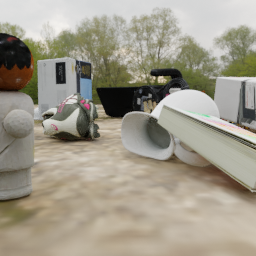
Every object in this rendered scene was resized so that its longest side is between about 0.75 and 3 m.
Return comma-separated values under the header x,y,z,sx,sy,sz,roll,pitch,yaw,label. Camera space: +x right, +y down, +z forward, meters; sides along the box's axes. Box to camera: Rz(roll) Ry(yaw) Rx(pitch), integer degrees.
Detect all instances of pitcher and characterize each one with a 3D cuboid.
x,y,z,sx,sy,sz,roll,pitch,yaw,label
0.913,0.025,4.283,1.390,0.982,1.620,28,32,33,pitcher

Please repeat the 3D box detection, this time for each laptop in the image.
x,y,z,sx,sy,sz,roll,pitch,yaw,label
0.181,-1.251,13.823,2.476,1.443,2.793,4,7,27,laptop

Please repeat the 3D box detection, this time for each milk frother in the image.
x,y,z,sx,sy,sz,roll,pitch,yaw,label
1.840,-1.127,11.045,2.235,2.144,2.376,-8,35,-40,milk frother

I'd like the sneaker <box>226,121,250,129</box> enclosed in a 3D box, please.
x,y,z,sx,sy,sz,roll,pitch,yaw,label
3.293,-0.110,8.242,0.397,0.330,0.881,-13,6,-34,sneaker

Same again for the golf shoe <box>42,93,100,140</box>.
x,y,z,sx,sy,sz,roll,pitch,yaw,label
-1.508,-0.290,6.644,1.156,1.013,2.624,-8,8,-19,golf shoe

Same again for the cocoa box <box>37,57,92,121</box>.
x,y,z,sx,sy,sz,roll,pitch,yaw,label
-2.499,-1.489,11.296,1.594,2.391,1.569,3,6,26,cocoa box

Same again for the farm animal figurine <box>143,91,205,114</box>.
x,y,z,sx,sy,sz,roll,pitch,yaw,label
1.156,-0.291,7.326,1.840,0.959,1.820,-9,-5,-13,farm animal figurine

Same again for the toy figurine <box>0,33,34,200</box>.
x,y,z,sx,sy,sz,roll,pitch,yaw,label
-1.875,-0.133,1.969,2.200,1.555,2.235,1,5,14,toy figurine

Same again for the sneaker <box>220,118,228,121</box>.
x,y,z,sx,sy,sz,roll,pitch,yaw,label
3.600,-0.521,9.527,2.276,0.839,0.987,5,7,44,sneaker

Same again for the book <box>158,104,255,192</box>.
x,y,z,sx,sy,sz,roll,pitch,yaw,label
1.177,0.163,3.137,1.054,0.379,1.577,9,15,-29,book

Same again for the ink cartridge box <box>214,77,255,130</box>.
x,y,z,sx,sy,sz,roll,pitch,yaw,label
3.756,-0.595,6.890,2.014,1.173,2.785,-2,14,-17,ink cartridge box

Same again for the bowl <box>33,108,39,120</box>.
x,y,z,sx,sy,sz,roll,pitch,yaw,label
-3.674,-0.691,12.471,1.330,0.598,1.330,-1,5,0,bowl
